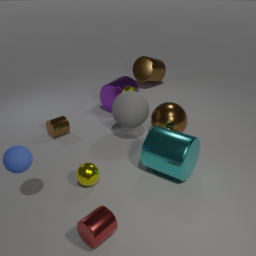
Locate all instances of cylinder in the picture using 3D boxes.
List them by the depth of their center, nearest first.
[{"bbox_3d":[-0.724,2.314,6.613,0.700,0.700,0.700,23,35,36],"label":"cylinder"},{"bbox_3d":[1.333,0.762,8.746,1.400,1.400,1.400,18,33,30],"label":"cylinder"},{"bbox_3d":[-2.762,-0.057,11.031,0.700,0.700,0.700,-23,36,-37],"label":"cylinder"},{"bbox_3d":[-0.383,-1.586,13.127,1.400,1.400,1.400,14,31,25],"label":"cylinder"},{"bbox_3d":[1.209,-3.275,15.851,1.400,1.400,1.400,22,17,35],"label":"cylinder"}]

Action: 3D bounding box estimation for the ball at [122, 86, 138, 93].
[{"bbox_3d":[0.074,-1.409,11.737,0.700,0.700,0.700,0,28,0],"label":"ball"}]

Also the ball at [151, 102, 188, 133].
[{"bbox_3d":[1.569,-0.293,10.712,1.400,1.400,1.400,0,28,0],"label":"ball"}]

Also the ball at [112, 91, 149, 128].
[{"bbox_3d":[0.097,-0.691,10.505,1.400,1.400,1.400,0,28,0],"label":"ball"}]

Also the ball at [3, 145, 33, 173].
[{"bbox_3d":[-2.759,0.786,7.019,0.700,0.700,0.700,0,28,0],"label":"ball"}]

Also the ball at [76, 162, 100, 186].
[{"bbox_3d":[-1.200,1.374,8.353,0.700,0.700,0.700,0,28,0],"label":"ball"}]
